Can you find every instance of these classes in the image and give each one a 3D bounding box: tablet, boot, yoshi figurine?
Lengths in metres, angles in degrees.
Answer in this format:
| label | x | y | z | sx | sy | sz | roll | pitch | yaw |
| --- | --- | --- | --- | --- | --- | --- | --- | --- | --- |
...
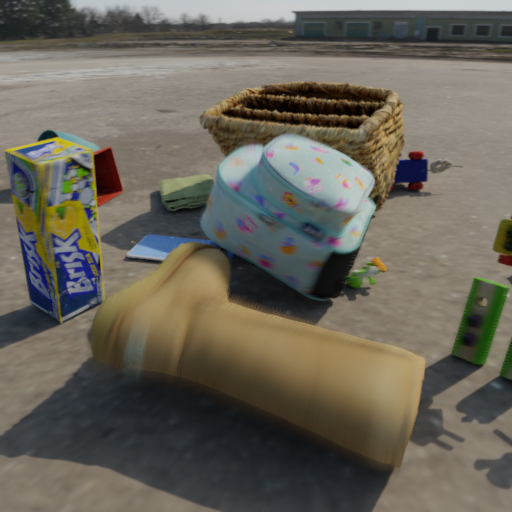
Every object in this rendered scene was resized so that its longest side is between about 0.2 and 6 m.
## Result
| label | x | y | z | sx | sy | sz | roll | pitch | yaw |
| --- | --- | --- | --- | --- | --- | --- | --- | --- | --- |
| tablet | -1.576 | -0.115 | 11.000 | 1.650 | 0.113 | 1.074 | 6 | 25 | 12 |
| boot | 0.261 | 1.070 | 7.352 | 3.735 | 1.235 | 3.271 | 13 | 25 | 16 |
| yoshi figurine | 1.865 | 0.343 | 9.617 | 0.696 | 0.391 | 0.390 | -32 | -12 | 23 |

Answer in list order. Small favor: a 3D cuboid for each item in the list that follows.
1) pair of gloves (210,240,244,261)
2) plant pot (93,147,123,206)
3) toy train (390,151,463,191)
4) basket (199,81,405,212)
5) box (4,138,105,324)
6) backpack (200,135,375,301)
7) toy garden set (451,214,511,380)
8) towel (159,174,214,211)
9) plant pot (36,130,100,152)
| label | x | y | z | sx | sy | sz | roll | pitch | yaw |
| --- | --- | --- | --- | --- | --- | --- | --- | --- | --- |
| pair of gloves | 0.093 | -0.385 | 11.311 | 2.169 | 0.247 | 1.744 | -3 | 25 | -16 |
| plant pot | -4.165 | -1.932 | 13.825 | 1.042 | 1.182 | 1.181 | -3 | 23 | 20 |
| toy train | 4.068 | -2.286 | 14.881 | 2.337 | 0.989 | 1.352 | -4 | 12 | -8 |
| basket | 1.268 | -3.099 | 12.905 | 3.960 | 2.950 | 2.826 | 13 | 69 | 28 |
| box | -2.973 | -0.354 | 8.455 | 0.842 | 2.619 | 0.918 | 23 | 35 | 31 |
| backpack | 0.533 | -0.817 | 9.410 | 2.705 | 2.074 | 2.378 | 22 | 35 | 11 |
| toy garden set | 3.779 | 0.717 | 6.753 | 2.543 | 2.120 | 0.507 | 22 | 13 | 41 |
| towel | -1.665 | -1.567 | 13.823 | 1.445 | 0.355 | 1.948 | -9 | 26 | -12 |
| plant pot | -4.908 | -2.544 | 14.905 | 1.457 | 1.457 | 1.369 | 20 | 16 | 36 |
